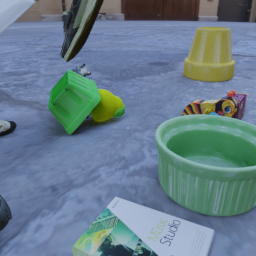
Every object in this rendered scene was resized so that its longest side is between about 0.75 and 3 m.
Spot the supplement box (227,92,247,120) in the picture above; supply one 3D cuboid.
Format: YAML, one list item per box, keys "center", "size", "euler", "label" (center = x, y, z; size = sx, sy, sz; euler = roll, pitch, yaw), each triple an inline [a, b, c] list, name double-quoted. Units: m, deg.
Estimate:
- center: [3.030, -0.579, 8.048]
  size: [0.518, 0.657, 1.003]
  euler: [13, 27, 29]
  label: "supplement box"

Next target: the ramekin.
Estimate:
- center: [1.508, 0.603, 5.067]
  size: [2.074, 1.013, 2.074]
  euler: [0, 25, 0]
  label: "ramekin"

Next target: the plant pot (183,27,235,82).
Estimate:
- center: [3.582, -3.276, 12.195]
  size: [2.180, 2.051, 2.180]
  euler: [-1, 26, 0]
  label: "plant pot"

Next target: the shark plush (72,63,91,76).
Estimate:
- center: [-2.281, -2.658, 12.821]
  size: [1.292, 0.587, 0.538]
  euler: [30, 69, 39]
  label: "shark plush"

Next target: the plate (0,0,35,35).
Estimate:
- center: [-3.124, -1.896, 5.232]
  size: [2.220, 0.360, 2.225]
  euler: [25, 68, 37]
  label: "plate"

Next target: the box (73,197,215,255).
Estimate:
- center: [0.239, 1.587, 3.818]
  size: [1.617, 0.294, 1.167]
  euler: [11, 27, 24]
  label: "box"

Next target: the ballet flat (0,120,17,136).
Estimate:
- center: [-3.294, 0.035, 7.015]
  size: [1.121, 0.384, 0.381]
  euler: [-30, 77, -41]
  label: "ballet flat"

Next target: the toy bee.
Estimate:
- center: [2.460, -0.532, 7.475]
  size: [1.978, 1.075, 1.295]
  euler: [6, 24, 12]
  label: "toy bee"

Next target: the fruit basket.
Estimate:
- center: [-1.119, -0.631, 7.823]
  size: [2.032, 1.466, 2.032]
  euler: [42, 11, -10]
  label: "fruit basket"

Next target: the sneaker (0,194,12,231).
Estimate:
- center: [-2.886, 1.369, 3.717]
  size: [2.667, 0.993, 1.129]
  euler: [-6, 30, 9]
  label: "sneaker"

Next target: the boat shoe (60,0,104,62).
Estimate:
- center: [-1.643, -3.506, 9.085]
  size: [0.945, 2.877, 1.028]
  euler: [34, 36, -4]
  label: "boat shoe"
